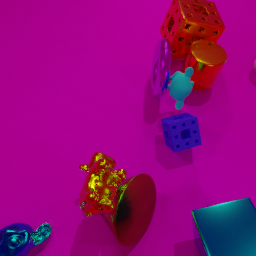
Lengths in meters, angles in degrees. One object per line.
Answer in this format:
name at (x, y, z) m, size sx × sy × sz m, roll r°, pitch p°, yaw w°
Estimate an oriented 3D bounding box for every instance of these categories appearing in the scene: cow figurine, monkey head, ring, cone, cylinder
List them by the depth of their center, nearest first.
cow figurine at (-0.648, 1.180, 6.011) m, size 0.843 × 1.512 × 1.536 m, roll 30°, pitch 56°, yaw -15°
monkey head at (-2.532, 2.783, 6.184) m, size 1.781 × 1.073 × 1.281 m, roll -25°, pitch 74°, yaw -12°
cone at (-0.443, 1.757, 6.887) m, size 1.670 × 1.664 × 1.664 m, roll 9°, pitch 57°, yaw 36°
monkey head at (1.555, -1.133, 7.770) m, size 0.855 × 1.188 × 0.716 m, roll 4°, pitch 23°, yaw -23°
ring at (0.965, -1.754, 8.317) m, size 0.357 × 1.783 × 1.783 m, roll 5°, pitch 60°, yaw -3°
cylinder at (2.314, -1.933, 8.700) m, size 1.135 × 1.135 × 1.135 m, roll 4°, pitch 56°, yaw -6°

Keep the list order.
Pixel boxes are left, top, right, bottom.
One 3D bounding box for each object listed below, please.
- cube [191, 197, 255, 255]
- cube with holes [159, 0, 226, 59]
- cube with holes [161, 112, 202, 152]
cube at (2.175, 2.471, 5.898) m, size 1.290 × 1.290 × 1.290 m, roll -13°, pitch 39°, yaw 1°
cube with holes at (2.012, -3.218, 9.086) m, size 1.395 × 1.395 × 1.395 m, roll 6°, pitch 54°, yaw -16°
cube with holes at (1.433, 0.096, 7.622) m, size 0.780 × 0.780 × 0.780 m, roll -15°, pitch 103°, yaw -6°
